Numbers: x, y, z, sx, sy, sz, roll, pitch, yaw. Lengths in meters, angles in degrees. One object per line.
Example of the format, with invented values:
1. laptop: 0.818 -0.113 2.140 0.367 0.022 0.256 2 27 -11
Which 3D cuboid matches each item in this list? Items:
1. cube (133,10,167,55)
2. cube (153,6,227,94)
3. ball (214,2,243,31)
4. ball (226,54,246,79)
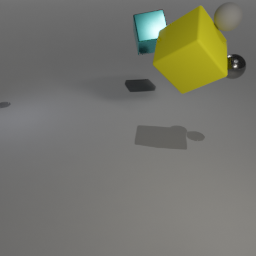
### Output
1. cube: 1.044 -4.460 13.186 1.400 1.400 1.400 -10 -10 0
2. cube: 1.695 -2.040 7.537 1.400 1.400 1.400 -20 46 40
3. ball: 2.574 -2.862 7.207 0.700 0.700 0.700 0 28 0
4. ball: 3.005 -1.754 8.009 0.700 0.700 0.700 0 28 0
